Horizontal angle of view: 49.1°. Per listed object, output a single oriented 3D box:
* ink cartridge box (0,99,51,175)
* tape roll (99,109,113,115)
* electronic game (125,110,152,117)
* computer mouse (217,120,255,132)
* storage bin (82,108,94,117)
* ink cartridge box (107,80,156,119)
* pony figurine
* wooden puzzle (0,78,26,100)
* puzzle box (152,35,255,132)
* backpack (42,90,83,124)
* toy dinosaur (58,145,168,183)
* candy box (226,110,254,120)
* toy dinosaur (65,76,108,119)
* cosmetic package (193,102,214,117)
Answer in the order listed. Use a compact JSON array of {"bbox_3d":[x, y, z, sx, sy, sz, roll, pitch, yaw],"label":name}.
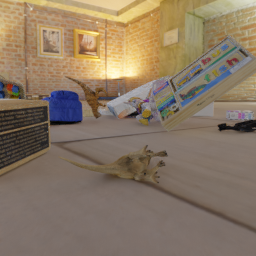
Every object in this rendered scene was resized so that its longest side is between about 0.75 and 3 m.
[{"bbox_3d":[-3.149,0.054,4.655,2.965,1.114,2.443,2,6,6],"label":"ink cartridge box"},{"bbox_3d":[-0.899,-0.893,15.570,1.428,0.261,1.428,-1,7,0],"label":"tape roll"},{"bbox_3d":[0.947,-0.874,14.293,2.481,0.516,2.481,-9,7,1],"label":"electronic game"},{"bbox_3d":[3.463,-0.022,8.700,1.363,0.314,0.957,-11,9,-29],"label":"computer mouse"},{"bbox_3d":[-2.222,-0.787,14.264,0.816,0.382,0.810,-6,10,-38],"label":"storage bin"},{"bbox_3d":[0.490,-1.466,13.689,2.916,0.731,2.365,-24,14,-7],"label":"ink cartridge box"},{"bbox_3d":[1.137,-0.872,10.778,2.235,1.928,2.316,-11,24,-12],"label":"pony figurine"},{"bbox_3d":[-3.184,-0.961,7.380,0.985,0.228,0.912,19,-30,-5],"label":"wooden puzzle"},{"bbox_3d":[2.065,-1.342,8.086,2.934,0.373,1.952,-36,30,19],"label":"puzzle box"},{"bbox_3d":[-2.667,-0.795,10.761,1.542,1.294,1.253,-5,5,-26],"label":"backpack"},{"bbox_3d":[-0.018,0.553,3.913,0.880,0.507,1.741,-14,-11,40],"label":"toy dinosaur"},{"bbox_3d":[5.076,-0.594,12.750,1.044,0.374,0.876,1,7,12],"label":"candy box"},{"bbox_3d":[-1.391,-1.242,10.639,1.120,2.109,0.637,-27,27,2],"label":"toy dinosaur"},{"bbox_3d":[3.450,-1.248,14.882,1.875,1.153,1.869,2,8,6],"label":"cosmetic package"}]
